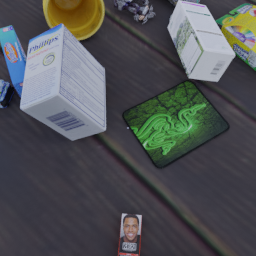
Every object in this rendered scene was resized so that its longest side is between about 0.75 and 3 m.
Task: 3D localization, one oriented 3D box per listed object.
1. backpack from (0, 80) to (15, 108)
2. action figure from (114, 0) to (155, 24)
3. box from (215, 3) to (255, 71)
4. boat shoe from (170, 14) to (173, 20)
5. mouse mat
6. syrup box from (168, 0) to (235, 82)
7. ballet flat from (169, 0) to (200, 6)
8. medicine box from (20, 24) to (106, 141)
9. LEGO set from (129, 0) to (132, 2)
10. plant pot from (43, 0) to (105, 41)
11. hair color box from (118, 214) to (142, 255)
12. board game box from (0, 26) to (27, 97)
[{"bbox_3d":[-3.768,-1.003,7.872,0.828,0.608,0.758,3,59,6],"label":"backpack"},{"bbox_3d":[0.256,-4.079,9.560,1.461,0.507,0.951,23,55,7],"label":"action figure"},{"bbox_3d":[4.106,-2.747,8.777,1.589,0.655,2.708,-33,70,-15],"label":"box"},{"bbox_3d":[1.535,-3.592,9.428,0.287,0.250,0.779,12,61,5],"label":"boat shoe"},{"bbox_3d":[1.318,-0.204,7.755,2.453,0.092,1.974,-28,66,-13],"label":"mouse mat"},{"bbox_3d":[2.018,-2.571,8.123,1.007,0.974,2.473,3,51,-17],"label":"syrup box"},{"bbox_3d":[1.433,-5.021,9.807,2.712,0.975,0.975,41,69,19],"label":"ballet flat"},{"bbox_3d":[-1.497,-1.067,7.027,1.087,1.923,2.112,-17,59,22],"label":"medicine box"},{"bbox_3d":[0.337,-5.430,9.783,1.909,0.468,1.426,-32,62,21],"label":"LEGO set"},{"bbox_3d":[-1.820,-3.995,8.888,1.819,1.819,1.711,-18,48,-9],"label":"plant pot"},{"bbox_3d":[0.050,2.423,6.252,0.469,0.283,0.924,3,62,2],"label":"hair color box"},{"bbox_3d":[-2.900,-1.539,7.655,0.442,1.493,1.963,-20,63,-10],"label":"board game box"}]
